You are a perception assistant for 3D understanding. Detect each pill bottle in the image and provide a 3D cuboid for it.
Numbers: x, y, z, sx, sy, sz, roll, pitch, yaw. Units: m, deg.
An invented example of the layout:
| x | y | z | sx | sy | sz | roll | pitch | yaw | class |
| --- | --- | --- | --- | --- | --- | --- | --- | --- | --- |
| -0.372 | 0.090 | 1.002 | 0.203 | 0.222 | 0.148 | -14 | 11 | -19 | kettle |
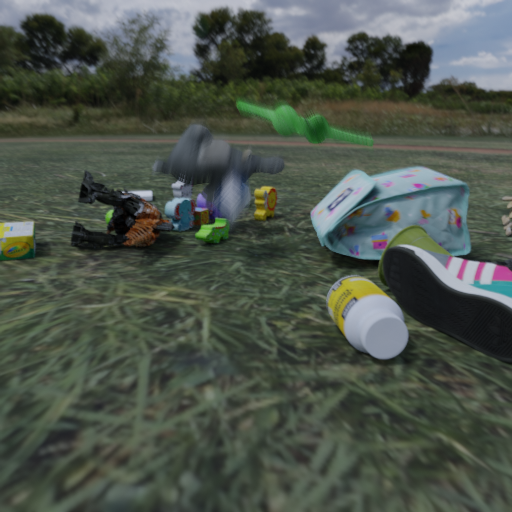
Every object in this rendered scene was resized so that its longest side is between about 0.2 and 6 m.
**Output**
| x | y | z | sx | sy | sz | roll | pitch | yaw | class |
| --- | --- | --- | --- | --- | --- | --- | --- | --- | --- |
| 1.432 | 0.790 | 7.230 | 0.761 | 0.761 | 1.359 | -2 | 15 | -8 | pill bottle |

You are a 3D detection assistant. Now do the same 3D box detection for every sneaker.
| x | y | z | sx | sy | sz | roll | pitch | yaw | class |
| --- | --- | --- | --- | --- | --- | --- | --- | --- | --- |
| 3.191 | 0.396 | 7.831 | 1.645 | 1.139 | 2.725 | -13 | 28 | -25 | sneaker |

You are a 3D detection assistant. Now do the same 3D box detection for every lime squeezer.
| x | y | z | sx | sy | sz | roll | pitch | yaw | class |
| --- | --- | --- | --- | --- | --- | --- | --- | --- | --- |
| 1.109 | -3.042 | 13.317 | 3.471 | 0.655 | 1.226 | 16 | 1 | 4 | lime squeezer |

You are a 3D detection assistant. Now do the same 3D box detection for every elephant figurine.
| x | y | z | sx | sy | sz | roll | pitch | yaw | class |
| --- | --- | --- | --- | --- | --- | --- | --- | --- | --- |
| -0.822 | -2.024 | 12.645 | 2.186 | 1.696 | 1.547 | 30 | -1 | 34 | elephant figurine |

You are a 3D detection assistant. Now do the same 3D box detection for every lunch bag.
| x | y | z | sx | sy | sz | roll | pitch | yaw | class |
| --- | --- | --- | --- | --- | --- | --- | --- | --- | --- |
| 2.516 | -0.820 | 11.304 | 2.788 | 1.700 | 2.375 | -8 | 16 | 1 | lunch bag |

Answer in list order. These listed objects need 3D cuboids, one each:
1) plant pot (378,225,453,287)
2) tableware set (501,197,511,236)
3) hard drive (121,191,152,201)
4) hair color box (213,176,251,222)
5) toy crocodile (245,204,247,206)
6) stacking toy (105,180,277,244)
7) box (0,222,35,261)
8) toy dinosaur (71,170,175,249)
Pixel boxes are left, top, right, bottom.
| x | y | z | sx | sy | sz | roll | pitch | yaw | class |
| --- | --- | --- | --- | --- | --- | --- | --- | --- | --- |
| 2.740 | 0.233 | 8.915 | 1.142 | 1.142 | 1.085 | -10 | 30 | -33 | plant pot |
| 6.514 | -1.322 | 13.563 | 1.515 | 0.459 | 2.293 | -42 | -3 | 26 | tableware set |
| -4.038 | -1.867 | 17.680 | 1.476 | 0.197 | 0.973 | -3 | 16 | -10 | hard drive |
| -0.460 | -1.096 | 11.032 | 0.394 | 0.651 | 1.302 | 40 | -2 | 3 | hair color box |
| -0.590 | -1.815 | 16.925 | 0.555 | 0.508 | 1.644 | -3 | 16 | -10 | toy crocodile |
| -1.507 | -1.206 | 14.103 | 2.875 | 0.896 | 3.813 | 7 | 18 | 25 | stacking toy |
| -5.730 | -0.256 | 11.356 | 2.322 | 0.562 | 1.362 | -3 | 16 | -19 | box |
| -2.746 | -0.833 | 11.982 | 2.126 | 1.600 | 3.133 | 12 | -8 | -17 | toy dinosaur |
